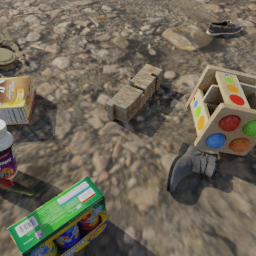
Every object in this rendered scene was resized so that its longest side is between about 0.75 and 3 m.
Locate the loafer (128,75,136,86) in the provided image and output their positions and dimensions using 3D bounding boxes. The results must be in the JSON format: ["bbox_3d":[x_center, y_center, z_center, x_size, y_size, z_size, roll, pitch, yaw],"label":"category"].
[{"bbox_3d":[0.378,-1.888,10.449,0.938,0.295,0.337,-35,55,-29],"label":"loafer"}]

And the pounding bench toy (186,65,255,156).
[{"bbox_3d":[3.265,-0.322,7.978,2.569,1.596,2.004,10,46,-11],"label":"pounding bench toy"}]

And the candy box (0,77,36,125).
[{"bbox_3d":[-4.584,-0.848,9.094,2.838,0.785,1.638,-5,45,-4],"label":"candy box"}]

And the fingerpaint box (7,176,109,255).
[{"bbox_3d":[-1.310,2.078,5.805,1.783,1.487,0.654,-31,53,-26],"label":"fingerpaint box"}]

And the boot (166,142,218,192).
[{"bbox_3d":[1.735,1.105,7.367,1.113,0.590,1.691,20,51,18],"label":"boot"}]

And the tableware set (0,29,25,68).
[{"bbox_3d":[-5.529,-3.201,11.590,1.735,0.526,2.625,-17,53,-32],"label":"tableware set"}]

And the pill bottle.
[{"bbox_3d":[-3.285,0.568,7.001,0.841,1.509,0.841,5,32,-3],"label":"pill bottle"}]

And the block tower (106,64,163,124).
[{"bbox_3d":[0.290,-1.179,9.491,0.738,0.690,2.553,25,51,23],"label":"block tower"}]

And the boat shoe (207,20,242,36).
[{"bbox_3d":[4.522,-4.703,13.006,1.723,0.513,0.619,-9,47,-9],"label":"boat shoe"}]

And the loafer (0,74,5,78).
[{"bbox_3d":[-5.070,-1.977,10.534,0.940,0.296,0.338,13,48,12],"label":"loafer"}]

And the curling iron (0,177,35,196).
[{"bbox_3d":[-2.288,0.963,5.292,0.234,1.834,0.455,2,60,22],"label":"curling iron"}]
